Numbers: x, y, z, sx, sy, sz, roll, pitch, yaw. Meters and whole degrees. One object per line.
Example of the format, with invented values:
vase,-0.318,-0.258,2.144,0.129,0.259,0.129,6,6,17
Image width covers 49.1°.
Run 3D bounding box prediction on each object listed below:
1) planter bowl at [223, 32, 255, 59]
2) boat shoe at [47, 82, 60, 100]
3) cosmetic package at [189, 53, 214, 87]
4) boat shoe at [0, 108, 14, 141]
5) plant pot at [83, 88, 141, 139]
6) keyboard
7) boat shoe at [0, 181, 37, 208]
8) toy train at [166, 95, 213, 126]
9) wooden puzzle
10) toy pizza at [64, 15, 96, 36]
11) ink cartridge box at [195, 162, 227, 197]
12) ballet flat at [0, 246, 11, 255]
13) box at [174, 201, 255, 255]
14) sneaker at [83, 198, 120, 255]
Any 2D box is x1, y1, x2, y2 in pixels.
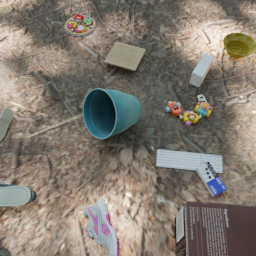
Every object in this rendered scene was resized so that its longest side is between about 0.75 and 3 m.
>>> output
planter bowl,5.422,-3.931,13.859,1.612,0.671,1.612,0,58,0
boat shoe,-3.279,-1.682,12.504,0.323,0.318,0.868,-25,103,2
cosmetic package,3.436,-2.698,13.047,0.518,0.737,1.454,27,63,15
boat shoe,-5.387,0.006,11.598,0.564,0.653,1.799,-8,52,48
plant pot,-0.500,-0.625,11.009,1.780,1.894,1.894,-11,51,-47
keyboard,2.385,1.290,10.913,2.534,0.135,0.713,5,58,4
boat shoe,-4.472,2.331,9.848,2.522,0.780,0.944,-5,74,7
toy train,2.696,-0.911,12.050,1.934,0.538,1.452,-20,60,-12
wooden puzzle,-0.137,-3.471,13.764,1.594,0.398,1.721,18,55,11
toy pizza,-2.596,-5.609,15.140,1.695,0.269,1.695,0,58,0
ink cartridge box,3.074,1.897,10.401,0.559,0.263,1.189,-24,65,-11
ballet flat,-4.289,4.025,9.157,1.002,0.338,0.232,20,102,9
box,2.724,3.481,8.462,2.364,1.962,1.941,4,58,2
sneaker,-0.892,3.440,9.212,0.930,0.858,2.109,-19,52,-10
